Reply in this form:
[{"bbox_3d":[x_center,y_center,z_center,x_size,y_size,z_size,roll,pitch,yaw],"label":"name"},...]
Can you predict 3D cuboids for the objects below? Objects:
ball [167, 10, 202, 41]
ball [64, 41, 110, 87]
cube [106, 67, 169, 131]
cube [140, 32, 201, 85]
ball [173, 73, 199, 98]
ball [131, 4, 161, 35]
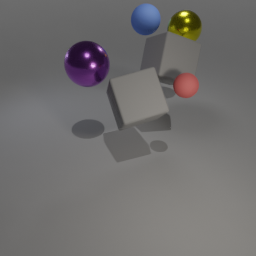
[{"bbox_3d":[2.323,-4.097,11.524,1.400,1.400,1.400,0,32,0],"label":"ball"},{"bbox_3d":[-1.262,-1.967,8.659,1.400,1.400,1.400,0,32,0],"label":"ball"},{"bbox_3d":[0.237,-0.847,8.633,1.400,1.400,1.400,-17,-5,-10],"label":"cube"},{"bbox_3d":[1.409,-2.296,9.566,1.400,1.400,1.400,9,4,-27],"label":"cube"},{"bbox_3d":[1.605,-1.178,7.761,0.700,0.700,0.700,0,32,0],"label":"ball"},{"bbox_3d":[0.835,-5.113,13.237,1.400,1.400,1.400,0,32,0],"label":"ball"}]
